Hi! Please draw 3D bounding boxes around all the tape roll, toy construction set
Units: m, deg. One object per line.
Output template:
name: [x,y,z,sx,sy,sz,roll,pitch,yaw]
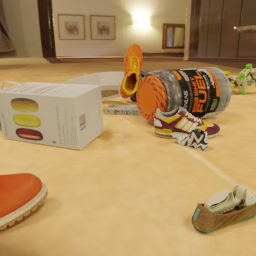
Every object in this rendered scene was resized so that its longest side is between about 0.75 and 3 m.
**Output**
tape roll: [-1.013,-1.454,10.277,2.751,0.503,2.751,-9,-4,-1]
toy construction set: [5.064,-2.454,13.791,1.882,1.323,2.871,-34,22,-19]

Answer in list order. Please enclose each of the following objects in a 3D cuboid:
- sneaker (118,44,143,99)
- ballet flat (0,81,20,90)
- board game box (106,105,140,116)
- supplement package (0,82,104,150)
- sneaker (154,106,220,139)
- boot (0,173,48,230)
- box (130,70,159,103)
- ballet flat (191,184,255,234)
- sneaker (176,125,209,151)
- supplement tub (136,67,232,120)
sneaker: [0.138,-1.308,6.351,0.485,1.328,0.512,13,-13,-19]
ballet flat: [-4.899,-1.310,10.672,2.868,0.964,0.976,-5,20,-15]
board game box: [-0.141,-0.634,9.807,1.116,0.191,0.750,2,18,8]
supplement package: [-1.928,-0.384,7.054,2.289,1.302,1.254,6,22,21]
sneaker: [1.551,-0.161,7.266,1.737,0.782,0.651,-1,17,-3]
boot: [-2.231,0.749,3.636,2.296,1.231,0.861,-7,17,-26]
box: [1.412,-1.708,11.496,2.337,1.239,1.429,-7,19,-22]
ballet flat: [1.426,1.050,3.881,1.304,0.471,0.442,-8,19,-25]
sneaker: [1.516,0.165,6.598,0.342,0.558,0.858,-11,20,-34]
supplement tub: [1.694,-1.020,8.627,2.652,1.625,1.625,-10,20,-27]
